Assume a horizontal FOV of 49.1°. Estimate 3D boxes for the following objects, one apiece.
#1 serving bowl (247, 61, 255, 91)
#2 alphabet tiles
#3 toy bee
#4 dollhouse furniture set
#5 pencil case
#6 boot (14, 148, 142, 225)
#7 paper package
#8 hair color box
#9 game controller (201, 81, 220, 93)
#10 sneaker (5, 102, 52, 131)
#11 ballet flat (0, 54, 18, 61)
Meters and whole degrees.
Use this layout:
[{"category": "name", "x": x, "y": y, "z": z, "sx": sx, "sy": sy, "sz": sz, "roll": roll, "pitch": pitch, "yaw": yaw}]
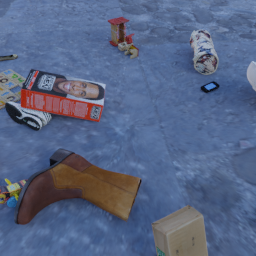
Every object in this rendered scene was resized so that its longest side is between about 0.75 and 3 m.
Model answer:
[{"category": "serving bowl", "x": 5.090, "y": -1.429, "z": 9.965, "sx": 2.227, "sy": 0.732, "sz": 2.227, "roll": 28, "pitch": 28, "yaw": -16}, {"category": "alphabet tiles", "x": -5.215, "y": -1.389, "z": 10.904, "sx": 2.314, "sy": 0.104, "sz": 2.769, "roll": 31, "pitch": 49, "yaw": 30}, {"category": "toy bee", "x": -2.966, "y": 1.663, "z": 6.965, "sx": 0.895, "sy": 0.743, "sz": 1.367, "roll": 23, "pitch": 46, "yaw": 21}, {"category": "dollhouse furniture set", "x": -0.064, "y": -4.390, "z": 13.492, "sx": 0.899, "sy": 1.190, "sz": 2.212, "roll": -22, "pitch": 46, "yaw": -23}, {"category": "pencil case", "x": 3.335, "y": -3.476, "z": 12.510, "sx": 1.140, "sy": 0.992, "sz": 2.550, "roll": 37, "pitch": 36, "yaw": -25}, {"category": "boot", "x": -1.165, "y": 1.790, "z": 7.005, "sx": 2.553, "sy": 0.874, "sz": 2.403, "roll": 21, "pitch": 37, "yaw": 12}, {"category": "paper package", "x": 1.079, "y": 2.320, "z": 5.790, "sx": 1.002, "sy": 1.051, "sz": 0.544, "roll": -17, "pitch": 16, "yaw": -24}, {"category": "hair color box", "x": -2.163, "y": -1.126, "z": 9.635, "sx": 2.646, "sy": 0.810, "sz": 1.343, "roll": 11, "pitch": 40, "yaw": -10}, {"category": "game controller", "x": 3.253, "y": -1.621, "z": 11.092, "sx": 0.758, "sy": 0.160, "sz": 0.395, "roll": -25, "pitch": 45, "yaw": -19}, {"category": "sneaker", "x": -3.362, "y": -0.546, "z": 9.683, "sx": 1.666, "sy": 0.629, "sz": 0.959, "roll": 27, "pitch": 39, "yaw": 17}, {"category": "ballet flat", "x": -5.576, "y": -3.280, "z": 12.962, "sx": 0.929, "sy": 0.215, "sz": 0.313, "roll": -14, "pitch": 43, "yaw": -16}]
